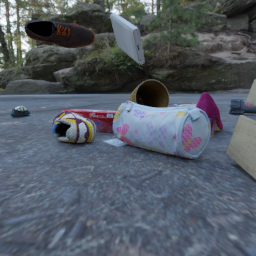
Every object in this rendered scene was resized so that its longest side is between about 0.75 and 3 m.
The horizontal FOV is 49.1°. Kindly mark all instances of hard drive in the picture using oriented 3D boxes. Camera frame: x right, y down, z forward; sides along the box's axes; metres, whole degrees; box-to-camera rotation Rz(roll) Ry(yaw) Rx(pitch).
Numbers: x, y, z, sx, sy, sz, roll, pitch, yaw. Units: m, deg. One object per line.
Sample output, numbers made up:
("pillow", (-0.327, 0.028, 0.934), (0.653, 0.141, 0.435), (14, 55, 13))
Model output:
("hard drive", (-0.042, -3.963, 12.364), (0.324, 1.600, 2.425), (-25, 42, -10))

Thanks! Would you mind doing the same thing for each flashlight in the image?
("flashlight", (7.177, -1.225, 15.382), (2.943, 1.000, 0.996), (6, 18, 25))

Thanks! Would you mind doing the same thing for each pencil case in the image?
("pencil case", (0.749, -0.034, 7.131), (1.115, 1.216, 2.682), (-5, 11, -37))

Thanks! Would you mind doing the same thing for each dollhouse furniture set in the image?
("dollhouse furniture set", (3.549, 0.009, 4.984), (2.349, 2.234, 1.914), (14, 13, -4))

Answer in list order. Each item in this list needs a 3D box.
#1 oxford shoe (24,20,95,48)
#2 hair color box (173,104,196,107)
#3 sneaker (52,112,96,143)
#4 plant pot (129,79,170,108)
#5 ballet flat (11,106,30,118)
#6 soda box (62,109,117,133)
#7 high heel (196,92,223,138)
("oxford shoe", (-2.570, -3.607, 10.768), (2.696, 0.959, 0.978), (0, 12, -15))
("hair color box", (2.964, -0.737, 13.345), (1.121, 0.687, 2.265), (-1, 8, -5))
("sneaker", (-1.934, -0.061, 8.484), (1.014, 0.843, 2.251), (1, 6, -41))
("plant pot", (0.867, -1.428, 14.840), (1.923, 1.923, 2.064), (-3, 0, -21))
("ballet flat", (-5.647, -0.888, 14.808), (0.577, 0.577, 1.579), (1, 9, 8))
("soda box", (-1.323, -0.287, 10.325), (2.292, 0.727, 0.802), (5, 10, 24))
("high heel", (2.837, -0.585, 9.951), (1.000, 1.424, 2.968), (4, 10, 24))
